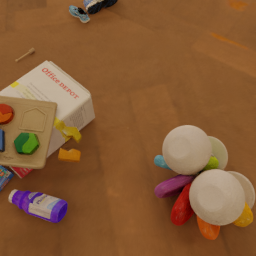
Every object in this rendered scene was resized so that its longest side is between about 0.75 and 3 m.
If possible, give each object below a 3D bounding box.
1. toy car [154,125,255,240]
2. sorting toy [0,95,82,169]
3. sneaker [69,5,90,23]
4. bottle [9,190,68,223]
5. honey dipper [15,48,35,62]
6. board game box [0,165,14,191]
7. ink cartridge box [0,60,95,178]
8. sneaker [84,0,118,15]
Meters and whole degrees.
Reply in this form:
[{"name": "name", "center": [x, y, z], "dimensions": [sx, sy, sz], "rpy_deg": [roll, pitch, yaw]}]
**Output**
[{"name": "toy car", "center": [1.642, 1.360, 6.887], "dimensions": [2.042, 2.383, 2.723], "rpy_deg": [-39, 62, 20]}, {"name": "sorting toy", "center": [-2.412, 0.068, 6.993], "dimensions": [2.581, 0.346, 1.923], "rpy_deg": [7, 63, -3]}, {"name": "sneaker", "center": [-1.912, -4.582, 10.981], "dimensions": [1.040, 0.468, 0.407], "rpy_deg": [37, 67, 19]}, {"name": "bottle", "center": [-2.326, 1.949, 7.188], "dimensions": [1.487, 0.486, 0.621], "rpy_deg": [14, 19, 14]}, {"name": "honey dipper", "center": [-3.699, -2.607, 10.064], "dimensions": [0.791, 0.150, 0.150], "rpy_deg": [-42, 68, -17]}, {"name": "board game box", "center": [-3.759, 1.322, 7.777], "dimensions": [0.914, 0.206, 0.695], "rpy_deg": [29, 64, 15]}, {"name": "ink cartridge box", "center": [-2.675, -0.334, 8.127], "dimensions": [2.075, 1.193, 2.860], "rpy_deg": [39, 68, 21]}, {"name": "sneaker", "center": [-1.054, -5.181, 11.245], "dimensions": [1.590, 0.602, 0.612], "rpy_deg": [-30, 68, -17]}]
